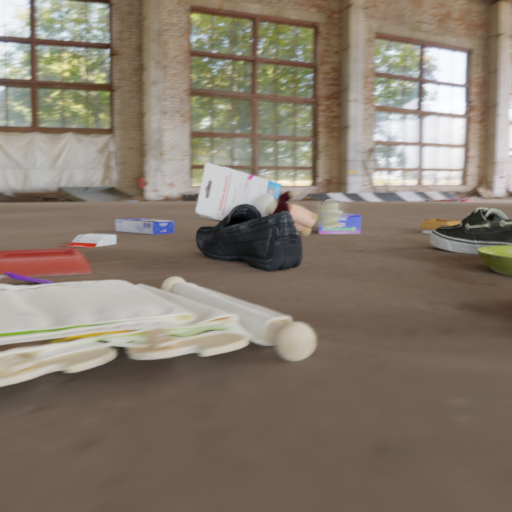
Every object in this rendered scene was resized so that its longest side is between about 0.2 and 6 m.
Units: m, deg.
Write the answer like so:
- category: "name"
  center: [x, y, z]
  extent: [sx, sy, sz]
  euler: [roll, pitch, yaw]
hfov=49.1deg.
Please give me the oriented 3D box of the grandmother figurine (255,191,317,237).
- category: "grandmother figurine"
  center: [0.520, -0.794, 10.020]
  extent: [1.371, 0.831, 0.415]
  euler: [17, 5, -42]

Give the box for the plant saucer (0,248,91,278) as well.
- category: "plant saucer"
  center: [-3.310, 0.085, 8.483]
  extent: [1.484, 0.272, 1.481]
  euler: [-2, 7, -20]

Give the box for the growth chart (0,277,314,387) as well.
- category: "growth chart"
  center: [-1.937, 0.542, 4.380]
  extent: [4.188, 0.371, 3.031]
  euler: [-3, 8, -21]

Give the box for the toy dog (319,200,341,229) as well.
- category: "toy dog"
  center: [1.566, -0.908, 11.836]
  extent: [0.403, 0.577, 0.560]
  euler: [-3, 18, -22]

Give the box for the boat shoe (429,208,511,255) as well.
- category: "boat shoe"
  center: [4.371, -0.461, 10.450]
  extent: [0.964, 0.868, 2.726]
  euler: [-4, 8, -28]

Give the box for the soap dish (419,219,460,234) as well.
- category: "soap dish"
  center: [5.039, -0.794, 15.215]
  extent: [0.732, 0.378, 0.930]
  euler: [-5, 9, -34]

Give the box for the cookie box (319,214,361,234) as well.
- category: "cookie box"
  center: [2.295, -0.881, 15.423]
  extent: [1.121, 0.493, 1.311]
  euler: [1, 7, 8]

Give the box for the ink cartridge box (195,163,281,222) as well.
- category: "ink cartridge box"
  center: [-0.416, -1.041, 10.118]
  extent: [1.626, 0.936, 0.552]
  euler: [12, -1, -33]

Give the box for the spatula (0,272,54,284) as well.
- category: "spatula"
  center: [-3.351, 0.344, 6.669]
  extent: [1.928, 0.198, 0.545]
  euler: [-5, 8, -38]

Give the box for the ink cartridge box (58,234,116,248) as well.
- category: "ink cartridge box"
  center: [-3.639, -0.335, 12.085]
  extent: [0.776, 0.229, 0.970]
  euler: [4, 7, 28]

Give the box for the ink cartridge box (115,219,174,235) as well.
- category: "ink cartridge box"
  center: [-3.098, -0.825, 15.512]
  extent: [1.646, 0.364, 0.774]
  euler: [6, 8, 40]

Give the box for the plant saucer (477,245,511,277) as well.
- category: "plant saucer"
  center: [4.331, 0.108, 8.058]
  extent: [2.162, 0.336, 2.162]
  euler: [0, 6, 0]

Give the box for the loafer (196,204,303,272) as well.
- category: "loafer"
  center: [-0.186, -0.383, 9.313]
  extent: [0.945, 0.977, 2.784]
  euler: [-7, 9, -31]
